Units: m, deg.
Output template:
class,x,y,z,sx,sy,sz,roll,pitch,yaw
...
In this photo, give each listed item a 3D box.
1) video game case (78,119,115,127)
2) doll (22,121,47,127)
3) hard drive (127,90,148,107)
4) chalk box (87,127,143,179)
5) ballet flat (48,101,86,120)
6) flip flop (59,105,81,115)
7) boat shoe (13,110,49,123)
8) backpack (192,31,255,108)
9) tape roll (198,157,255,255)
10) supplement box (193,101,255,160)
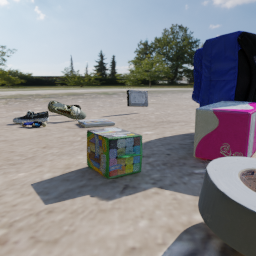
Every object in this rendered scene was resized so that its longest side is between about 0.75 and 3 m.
class,x,y,z,sx,sy,sz,roll,pitch,yaw
video game case,-1.212,-0.197,10.657,1.169,0.134,1.065,-3,11,-23
doll,-3.353,-0.145,10.140,0.858,0.208,0.586,1,11,8
hard drive,0.494,-1.496,14.229,1.198,0.837,0.227,0,-2,-34
chalk box,-0.206,0.465,5.286,0.750,0.746,1.205,-5,12,-31
ballet flat,-2.480,-0.728,11.514,1.626,0.548,0.518,14,-32,-14
flip flop,-2.997,-0.917,13.676,1.394,0.565,0.401,-3,-6,-22
boat shoe,-3.838,-0.466,11.120,1.424,0.486,0.526,-6,12,-30
backpack,3.379,-1.285,8.998,2.362,2.907,2.440,-3,4,-30
tape roll,1.569,0.842,3.111,1.488,0.492,1.488,7,17,-2
supplement box,2.482,-0.002,6.701,1.130,1.154,2.233,8,12,32
